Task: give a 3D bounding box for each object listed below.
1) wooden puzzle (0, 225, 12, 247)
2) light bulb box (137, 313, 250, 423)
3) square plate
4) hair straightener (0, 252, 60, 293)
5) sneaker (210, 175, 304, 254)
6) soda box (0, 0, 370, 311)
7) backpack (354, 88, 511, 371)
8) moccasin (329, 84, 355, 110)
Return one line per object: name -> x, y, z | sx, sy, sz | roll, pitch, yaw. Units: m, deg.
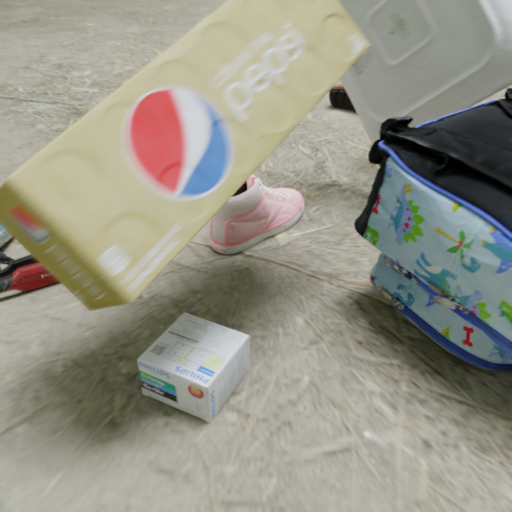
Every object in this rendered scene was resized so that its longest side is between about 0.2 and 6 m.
wooden puzzle -> -4.731, -0.190, 8.611 | 1.660, 0.197, 2.800 | -2, 25, 3
light bulb box -> -0.668, 1.209, 6.213 | 0.906, 0.570, 0.914 | 16, 36, 23
square plate -> 2.370, -3.603, 8.886 | 0.463, 3.253, 3.222 | -30, 1, -43
hair straightener -> -3.630, 0.306, 7.904 | 2.245, 0.459, 0.864 | -24, 39, -26
sneaker -> 0.076, -0.947, 9.148 | 0.819, 1.138, 2.177 | 21, 37, 33
soda box -> -0.610, -1.445, 5.993 | 4.272, 1.447, 1.367 | -50, 18, -27
backpack -> 3.163, -0.119, 6.537 | 3.002, 2.411, 3.281 | -20, 45, -28
moccasin -> 3.087, -4.093, 14.507 | 2.394, 0.876, 0.924 | 14, 42, 38
